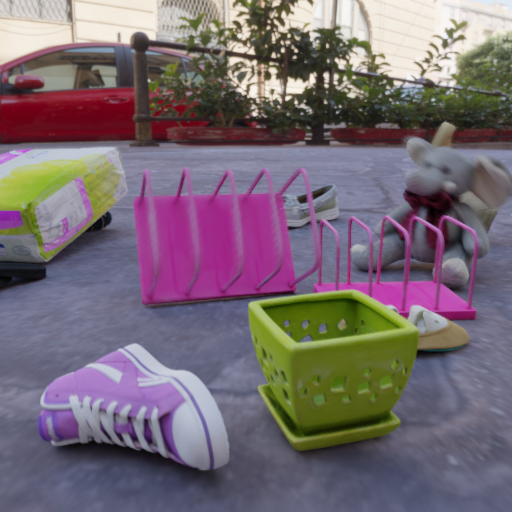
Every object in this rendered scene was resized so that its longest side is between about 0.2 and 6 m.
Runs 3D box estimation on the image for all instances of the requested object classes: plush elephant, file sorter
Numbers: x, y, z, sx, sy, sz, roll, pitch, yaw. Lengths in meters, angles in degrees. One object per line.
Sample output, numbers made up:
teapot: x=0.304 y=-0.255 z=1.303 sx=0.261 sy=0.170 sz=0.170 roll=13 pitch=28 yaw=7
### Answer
plush elephant: x=3.145 y=-0.924 z=9.750 sx=2.639 sy=2.043 sz=2.174 roll=-27 pitch=28 yaw=-33
file sorter: x=-0.457 y=-0.350 z=8.091 sx=2.382 sy=1.655 sz=1.494 roll=-3 pitch=-16 yaw=-17
file sorter: x=1.962 y=0.118 z=8.124 sx=2.022 sy=1.268 sz=1.405 roll=-1 pitch=15 yaw=-4

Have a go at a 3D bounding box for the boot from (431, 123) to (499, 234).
boot: x=4.458 y=-1.600 z=12.049 sx=1.767 sy=2.273 sz=0.828 roll=17 pitch=24 yaw=20

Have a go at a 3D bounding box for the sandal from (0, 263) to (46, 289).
sandal: x=-4.300 y=0.381 z=8.930 sx=0.770 sy=0.490 sz=2.047 roll=10 pitch=5 yaw=37

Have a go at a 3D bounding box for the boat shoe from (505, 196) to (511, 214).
boat shoe: x=7.283 y=-1.086 z=13.229 sx=0.958 sy=0.973 sz=2.701 roll=-33 pitch=39 yaw=-22

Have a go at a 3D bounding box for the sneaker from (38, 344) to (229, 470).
sneaker: x=-1.097 y=1.374 z=4.557 sx=1.139 sy=0.724 sz=1.998 roll=-17 pitch=14 yaw=-33

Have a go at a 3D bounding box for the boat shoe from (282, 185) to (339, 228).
boat shoe: x=1.051 y=-1.287 z=14.334 sx=2.867 sy=0.919 sz=1.057 roll=-10 pitch=17 yaw=-38

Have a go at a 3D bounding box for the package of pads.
package of pads: x=-4.818 y=-1.249 z=11.923 sx=3.030 sy=1.338 sz=3.922 roll=1 pitch=27 yaw=13

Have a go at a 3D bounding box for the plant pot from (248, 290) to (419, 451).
plant pot: x=0.625 y=1.011 z=4.996 sx=1.178 sy=1.069 sz=1.172 roll=-4 pitch=15 yaw=-17

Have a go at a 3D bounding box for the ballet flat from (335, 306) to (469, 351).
ballet flat: x=1.760 y=0.863 z=6.615 sx=1.784 sy=0.562 sz=0.612 roll=-4 pitch=14 yaw=-17

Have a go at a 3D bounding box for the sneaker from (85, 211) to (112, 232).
sneaker: x=-4.420 y=-0.968 z=13.683 sx=1.775 sy=0.689 sz=0.766 roll=-1 pitch=10 yaw=-8
